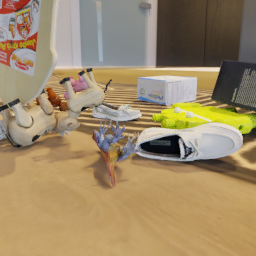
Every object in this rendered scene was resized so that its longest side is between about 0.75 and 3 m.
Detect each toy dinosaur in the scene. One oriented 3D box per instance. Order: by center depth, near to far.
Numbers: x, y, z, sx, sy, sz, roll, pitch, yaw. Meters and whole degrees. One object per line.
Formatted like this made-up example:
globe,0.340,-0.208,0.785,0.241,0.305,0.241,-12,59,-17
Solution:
toy dinosaur,-0.451,0.362,5.524,1.510,0.874,1.664,-33,17,54

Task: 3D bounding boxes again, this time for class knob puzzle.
knob puzzle,-2.519,-1.868,6.537,3.260,3.260,0.452,11,14,35

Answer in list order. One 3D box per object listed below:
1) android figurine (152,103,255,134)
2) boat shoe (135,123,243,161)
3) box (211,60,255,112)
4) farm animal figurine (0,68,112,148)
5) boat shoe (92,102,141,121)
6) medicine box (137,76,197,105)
android figurine,2.161,-0.258,8.077,2.915,0.599,2.653,-3,15,-18
boat shoe,1.166,0.326,5.590,2.116,0.761,0.695,3,20,16
box,4.255,-1.071,8.456,2.295,1.370,2.333,7,11,-36
farm animal figurine,-1.852,-0.305,6.778,2.515,1.326,2.543,-32,14,-35
boat shoe,-0.407,-0.586,9.273,1.793,0.575,0.661,8,17,29
medicine box,1.772,-1.781,12.808,2.056,1.058,1.873,-12,19,-38
